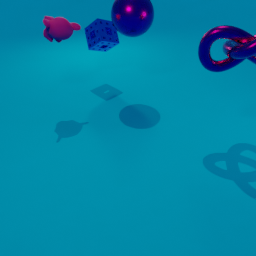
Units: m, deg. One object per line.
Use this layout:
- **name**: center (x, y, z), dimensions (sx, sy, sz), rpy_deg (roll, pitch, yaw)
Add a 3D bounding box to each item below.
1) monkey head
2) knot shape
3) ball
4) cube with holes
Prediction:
- **monkey head**: center (-2.032, -2.946, 8.043), dimensions (0.757, 0.904, 1.257), rpy_deg (-26, -9, 42)
- **knot shape**: center (2.741, -1.903, 6.482), dimensions (1.882, 0.870, 1.761), rpy_deg (0, -5, -19)
- **ball**: center (0.139, -3.485, 8.603), dimensions (1.331, 1.331, 1.331), rpy_deg (0, 35, 0)
- **cube with holes**: center (-0.945, -3.326, 10.120), dimensions (0.818, 0.818, 0.818), rpy_deg (-8, -5, -43)
